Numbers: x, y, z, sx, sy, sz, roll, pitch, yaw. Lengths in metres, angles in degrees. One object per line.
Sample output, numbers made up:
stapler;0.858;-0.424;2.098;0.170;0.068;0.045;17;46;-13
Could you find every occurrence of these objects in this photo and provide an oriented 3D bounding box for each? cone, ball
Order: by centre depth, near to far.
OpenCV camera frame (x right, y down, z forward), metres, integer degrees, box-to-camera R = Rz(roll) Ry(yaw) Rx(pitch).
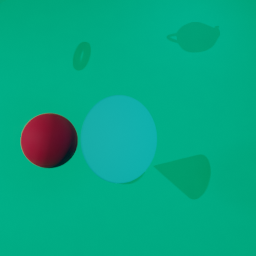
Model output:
cone;-0.435;0.184;4.739;1.321;1.326;1.321;1;87;-32
ball;-1.516;0.245;5.448;1.070;1.070;1.070;0;73;0

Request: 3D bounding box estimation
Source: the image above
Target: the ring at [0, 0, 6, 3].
ring;-3.130;-3.317;6.204;1.109;0.222;1.109;5;82;-44
